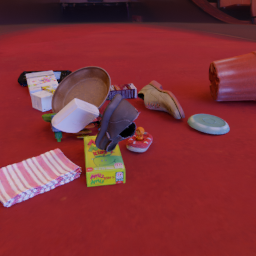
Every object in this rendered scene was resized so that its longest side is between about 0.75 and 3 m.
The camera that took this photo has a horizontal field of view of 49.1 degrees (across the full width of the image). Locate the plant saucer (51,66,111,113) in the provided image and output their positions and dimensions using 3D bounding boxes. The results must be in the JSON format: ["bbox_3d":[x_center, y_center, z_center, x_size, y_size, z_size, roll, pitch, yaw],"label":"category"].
[{"bbox_3d":[-1.741,-1.252,10.761,2.553,0.467,2.553,-11,57,18],"label":"plant saucer"}]

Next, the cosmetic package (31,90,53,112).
[{"bbox_3d":[-3.512,-1.122,11.579,0.751,0.629,0.625,22,32,36],"label":"cosmetic package"}]

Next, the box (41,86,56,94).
[{"bbox_3d":[-3.230,-1.340,11.898,1.270,0.745,0.307,19,32,34],"label":"box"}]

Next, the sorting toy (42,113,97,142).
[{"bbox_3d":[-2.028,-0.044,9.374,2.090,0.858,1.256,2,8,32],"label":"sorting toy"}]

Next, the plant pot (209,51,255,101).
[{"bbox_3d":[4.807,-2.130,12.088,2.278,2.342,2.342,-7,25,5],"label":"plant pot"}]

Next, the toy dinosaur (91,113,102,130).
[{"bbox_3d":[-0.899,-0.190,9.967,0.742,0.559,1.094,24,12,-3],"label":"toy dinosaur"}]

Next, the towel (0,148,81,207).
[{"bbox_3d":[-2.422,1.158,7.262,2.034,0.304,1.488,-19,31,-34],"label":"towel"}]

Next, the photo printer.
[{"bbox_3d":[-1.411,-0.268,7.371,0.877,1.054,0.366,21,40,-52],"label":"photo printer"}]

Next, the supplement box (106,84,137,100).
[{"bbox_3d":[-0.446,-1.663,12.883,1.545,0.470,0.841,-7,27,-12],"label":"supplement box"}]

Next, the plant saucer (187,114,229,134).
[{"bbox_3d":[2.882,-0.194,10.000,1.482,0.203,1.482,6,24,-3],"label":"plant saucer"}]

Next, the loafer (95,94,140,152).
[{"bbox_3d":[-0.260,0.095,6.792,0.785,2.212,0.808,31,64,6],"label":"loafer"}]

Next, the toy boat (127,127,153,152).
[{"bbox_3d":[0.359,0.288,8.626,0.669,0.670,1.025,10,27,19],"label":"toy boat"}]

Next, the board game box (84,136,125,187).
[{"bbox_3d":[-0.701,0.828,7.756,0.967,0.453,1.904,-4,26,-9],"label":"board game box"}]

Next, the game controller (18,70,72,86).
[{"bbox_3d":[-4.341,-2.665,14.827,2.768,0.583,1.444,-3,26,-5],"label":"game controller"}]

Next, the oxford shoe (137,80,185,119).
[{"bbox_3d":[1.281,-0.957,11.230,1.060,0.998,2.834,-31,32,-5],"label":"oxford shoe"}]

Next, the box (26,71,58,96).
[{"bbox_3d":[-4.195,-2.207,13.695,1.359,0.359,1.744,-12,42,-18],"label":"box"}]
